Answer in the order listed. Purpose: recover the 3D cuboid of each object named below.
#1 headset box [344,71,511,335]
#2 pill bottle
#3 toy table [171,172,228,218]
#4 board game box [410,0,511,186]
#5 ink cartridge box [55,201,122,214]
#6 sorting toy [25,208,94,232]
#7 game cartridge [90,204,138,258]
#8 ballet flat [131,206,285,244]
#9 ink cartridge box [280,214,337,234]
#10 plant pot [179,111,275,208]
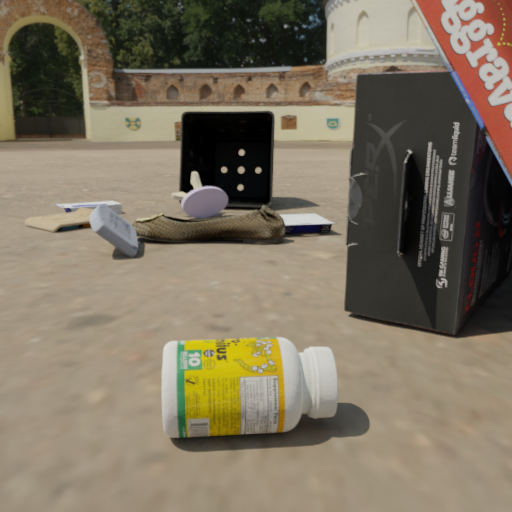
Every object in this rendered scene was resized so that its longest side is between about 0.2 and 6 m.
[{"bbox_3d":[2.115,-0.725,6.318,1.240,2.457,3.306,10,15,33],"label":"headset box"},{"bbox_3d":[-0.048,0.846,3.666,1.090,0.615,0.615,-1,13,-5],"label":"pill bottle"},{"bbox_3d":[-1.246,-1.259,12.231,1.089,1.001,0.638,1,27,-39],"label":"toy table"},{"bbox_3d":[3.536,-0.873,5.522,0.554,2.932,5.696,-34,-16,37],"label":"board game box"},{"bbox_3d":[-3.774,-1.047,12.576,1.351,0.265,0.672,-6,15,-31],"label":"ink cartridge box"},{"bbox_3d":[-3.761,-0.696,11.229,1.197,0.236,1.293,11,22,39],"label":"sorting toy"},{"bbox_3d":[-2.236,-0.433,8.800,0.791,0.243,1.188,43,5,-23],"label":"game cartridge"},{"bbox_3d":[-0.850,-0.566,9.677,2.712,0.629,0.914,2,13,7],"label":"ballet flat"},{"bbox_3d":[0.779,-0.581,10.594,1.182,0.240,1.184,-3,13,-13],"label":"ink cartridge box"},{"bbox_3d":[-0.568,-2.316,14.166,2.255,2.260,2.005,2,2,9],"label":"plant pot"}]
